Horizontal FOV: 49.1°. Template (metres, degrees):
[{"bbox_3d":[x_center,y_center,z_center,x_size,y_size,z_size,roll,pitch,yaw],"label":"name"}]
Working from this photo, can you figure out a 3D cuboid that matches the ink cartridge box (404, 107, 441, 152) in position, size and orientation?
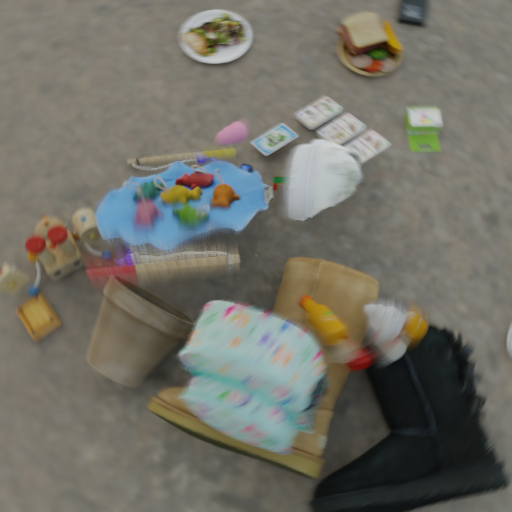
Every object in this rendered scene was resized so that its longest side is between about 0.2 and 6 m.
[{"bbox_3d":[3.771,-2.831,12.547,0.703,0.360,0.951,-2,66,-1],"label":"ink cartridge box"}]

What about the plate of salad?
[{"bbox_3d":[-0.985,-5.403,13.609,1.709,0.410,1.709,0,66,0],"label":"plate of salad"}]

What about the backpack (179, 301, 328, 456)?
[{"bbox_3d":[-0.074,1.744,8.255,2.054,2.314,1.742,16,56,20],"label":"backpack"}]

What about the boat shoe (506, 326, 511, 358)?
[{"bbox_3d":[5.455,1.203,10.616,0.671,0.775,1.817,39,72,15],"label":"boat shoe"}]

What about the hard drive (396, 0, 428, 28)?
[{"bbox_3d":[3.939,-6.219,14.082,0.697,0.164,0.999,12,68,5],"label":"hard drive"}]

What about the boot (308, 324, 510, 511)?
[{"bbox_3d":[2.353,2.820,9.650,3.416,1.264,2.799,-19,54,13],"label":"boot"}]

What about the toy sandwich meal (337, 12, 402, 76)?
[{"bbox_3d":[2.726,-5.058,13.364,1.694,0.580,1.694,0,67,0],"label":"toy sandwich meal"}]

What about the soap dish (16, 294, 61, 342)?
[{"bbox_3d":[-4.249,1.178,10.882,0.600,0.310,0.762,-36,72,-14],"label":"soap dish"}]

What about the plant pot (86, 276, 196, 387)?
[{"bbox_3d":[-2.246,1.437,10.165,1.768,1.768,1.534,31,86,12],"label":"plant pot"}]

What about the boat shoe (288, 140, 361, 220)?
[{"bbox_3d":[1.351,-1.538,10.224,1.085,1.195,3.249,6,28,13],"label":"boat shoe"}]

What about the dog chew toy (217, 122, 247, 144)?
[{"bbox_3d":[-0.457,-2.223,10.255,0.597,0.372,0.372,-26,69,-29],"label":"dog chew toy"}]

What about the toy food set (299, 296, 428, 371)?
[{"bbox_3d":[1.714,1.185,9.355,2.174,1.038,0.978,-3,34,-31],"label":"toy food set"}]

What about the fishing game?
[{"bbox_3d":[-1.358,-1.149,10.306,3.334,0.724,4.656,-4,32,4],"label":"fishing game"}]

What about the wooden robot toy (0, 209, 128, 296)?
[{"bbox_3d":[-3.920,-0.430,11.140,2.978,1.312,1.351,-28,59,-12],"label":"wooden robot toy"}]

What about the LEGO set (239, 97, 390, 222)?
[{"bbox_3d":[1.108,-2.124,12.261,2.910,0.714,2.174,-34,57,-15],"label":"LEGO set"}]

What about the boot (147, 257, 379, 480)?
[{"bbox_3d":[0.221,1.717,10.262,3.281,1.239,3.747,19,66,2],"label":"boot"}]
